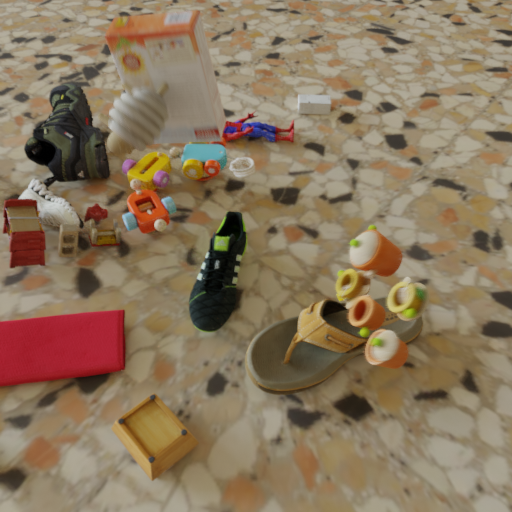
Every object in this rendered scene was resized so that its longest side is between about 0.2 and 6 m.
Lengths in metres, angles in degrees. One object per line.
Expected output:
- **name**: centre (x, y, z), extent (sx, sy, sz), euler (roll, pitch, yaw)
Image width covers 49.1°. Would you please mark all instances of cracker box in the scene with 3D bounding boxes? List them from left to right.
- **cracker box**: centre (-1.612, -3.264, 10.545), extent (1.616, 2.413, 0.696), euler (1, 50, 11)

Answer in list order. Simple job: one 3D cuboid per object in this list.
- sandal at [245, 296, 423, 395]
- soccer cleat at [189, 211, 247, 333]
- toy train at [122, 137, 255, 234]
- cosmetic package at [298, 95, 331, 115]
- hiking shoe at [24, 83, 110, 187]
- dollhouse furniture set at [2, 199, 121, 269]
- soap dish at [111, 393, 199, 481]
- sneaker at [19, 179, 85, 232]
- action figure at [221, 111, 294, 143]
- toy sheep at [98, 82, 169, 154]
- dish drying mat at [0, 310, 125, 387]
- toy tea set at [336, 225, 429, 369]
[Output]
- **sandal**: centre (1.415, 1.310, 9.911), extent (3.502, 0.946, 1.407), euler (-16, 48, -15)
- **soccer cleat**: centre (-0.732, 0.238, 10.849), extent (0.911, 1.094, 2.698), euler (7, 46, 7)
- **toy train**: centre (-1.709, -1.549, 12.807), extent (3.226, 0.897, 2.423), euler (-28, 53, -20)
- **cosmetic package**: centre (1.633, -4.245, 15.712), extent (0.907, 0.368, 0.512), euler (0, 44, 1)
- **hiking shoe**: centre (-4.922, -3.113, 13.916), extent (1.804, 1.357, 3.584), euler (-17, 49, -20)
- **dollhouse furniture set**: centre (-4.132, -0.509, 11.910), extent (2.234, 0.908, 1.202), euler (-3, 43, -27)
- **soap dish**: centre (-1.610, 2.789, 8.815), extent (0.906, 0.468, 1.151), euler (-33, 55, -28)
- **sneaker**: centre (-4.544, -0.941, 12.357), extent (1.991, 0.748, 0.807), euler (30, 64, 31)
- **action figure**: centre (-0.185, -3.359, 14.752), extent (2.364, 0.611, 0.773), euler (0, 48, 4)
- **toy sheep**: centre (-2.116, -2.493, 10.042), extent (1.078, 1.078, 1.563), euler (38, 93, 31)
- **dish drying mat**: centre (-4.104, 1.702, 9.997), extent (3.486, 0.317, 1.339), euler (-6, 47, -7)
- **toy tea set**: centre (1.720, 0.566, 8.372), extent (0.854, 1.373, 2.308), euler (26, 25, -26)
